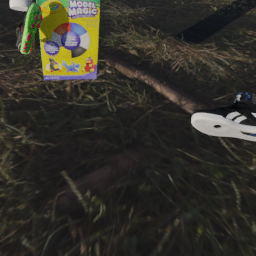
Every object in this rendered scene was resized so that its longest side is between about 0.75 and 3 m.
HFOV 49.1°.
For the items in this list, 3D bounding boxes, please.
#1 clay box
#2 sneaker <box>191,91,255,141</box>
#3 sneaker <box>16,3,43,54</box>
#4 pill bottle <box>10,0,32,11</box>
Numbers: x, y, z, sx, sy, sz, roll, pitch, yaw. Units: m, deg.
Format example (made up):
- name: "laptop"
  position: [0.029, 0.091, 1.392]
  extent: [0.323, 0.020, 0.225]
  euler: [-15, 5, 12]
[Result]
- name: "clay box"
  position: [-1.613, -2.654, 7.667]
  extent: [1.588, 2.764, 0.658]
  euler: [-4, 44, -13]
- name: "sneaker"
  position: [1.311, -0.211, 3.580]
  extent: [1.086, 0.397, 0.608]
  euler: [12, 65, -12]
- name: "sneaker"
  position: [-2.412, -2.385, 6.639]
  extent: [0.511, 1.220, 0.468]
  euler: [35, 22, 19]
- name: "pill bottle"
  position: [-3.315, -4.528, 8.650]
  extent: [0.904, 1.607, 0.904]
  euler: [2, 11, 0]
